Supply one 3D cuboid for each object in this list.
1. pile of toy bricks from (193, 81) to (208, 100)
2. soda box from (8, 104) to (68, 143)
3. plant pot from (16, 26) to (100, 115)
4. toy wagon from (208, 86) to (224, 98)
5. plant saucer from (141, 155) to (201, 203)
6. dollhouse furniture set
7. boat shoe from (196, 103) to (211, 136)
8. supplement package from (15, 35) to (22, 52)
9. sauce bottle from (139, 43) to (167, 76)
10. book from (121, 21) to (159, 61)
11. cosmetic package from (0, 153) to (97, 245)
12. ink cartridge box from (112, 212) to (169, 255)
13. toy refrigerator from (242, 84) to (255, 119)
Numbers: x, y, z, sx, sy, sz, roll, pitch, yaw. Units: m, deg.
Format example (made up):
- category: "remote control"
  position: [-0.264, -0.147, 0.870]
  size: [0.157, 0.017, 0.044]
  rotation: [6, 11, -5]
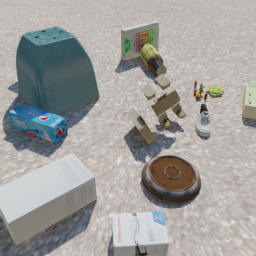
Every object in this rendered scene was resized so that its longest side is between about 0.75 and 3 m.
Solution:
- category: "pile of toy bricks"
  position: [3.202, -1.736, 12.304]
  size: [0.616, 0.548, 1.111]
  rotation: [4, 37, 5]
- category: "soda box"
  position: [-3.237, -0.187, 10.112]
  size: [2.117, 0.718, 0.679]
  rotation: [18, 41, 22]
- category: "plant pot"
  position: [-3.020, -2.542, 11.556]
  size: [2.695, 2.753, 2.702]
  rotation: [-24, 44, -29]
- category: "toy wagon"
  position: [3.879, -1.604, 12.447]
  size: [0.654, 0.167, 0.843]
  rotation: [19, 41, 23]
- category: "plant saucer"
  position: [1.291, 1.383, 8.251]
  size: [1.787, 0.287, 1.787]
  rotation: [3, 40, -3]
- category: "dollhouse furniture set"
  position: [1.083, -0.547, 9.883]
  size: [1.876, 1.724, 1.221]
  rotation: [-35, 41, 1]
- category: "boat shoe"
  position: [2.838, -0.361, 10.450]
  size: [0.551, 0.543, 1.555]
  rotation: [7, 42, 8]
- category: "supplement package"
  position: [-4.527, -3.754, 13.654]
  size: [0.928, 1.530, 0.916]
  rotation: [-3, 67, 25]
- category: "sauce bottle"
  position: [1.311, -3.515, 14.394]
  size: [0.865, 0.865, 2.672]
  rotation: [-9, 37, -12]
- category: "book"
  position: [0.665, -4.891, 15.560]
  size: [2.459, 1.642, 0.591]
  rotation: [-27, 45, -30]
- category: "cosmetic package"
  position: [-2.121, 1.749, 7.331]
  size: [2.325, 0.986, 1.251]
  rotation: [-25, 45, -28]
- category: "ink cartridge box"
  position: [0.262, 2.526, 6.646]
  size: [1.253, 0.528, 0.906]
  rotation: [-1, 33, -4]
- category: "toy refrigerator"
  position: [5.089, -1.119, 11.424]
  size: [0.681, 0.627, 1.793]
  rotation: [13, 40, 16]
